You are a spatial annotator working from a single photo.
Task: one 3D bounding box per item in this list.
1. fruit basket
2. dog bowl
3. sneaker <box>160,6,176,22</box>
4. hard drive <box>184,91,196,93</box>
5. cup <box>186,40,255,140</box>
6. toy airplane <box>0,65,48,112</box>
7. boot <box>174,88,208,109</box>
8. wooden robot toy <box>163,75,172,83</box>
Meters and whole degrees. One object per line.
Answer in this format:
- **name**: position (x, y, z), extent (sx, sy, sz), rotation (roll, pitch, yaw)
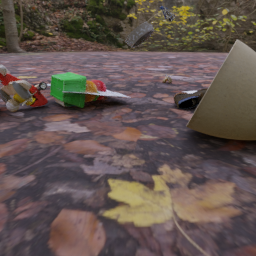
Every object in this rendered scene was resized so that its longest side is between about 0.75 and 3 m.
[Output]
- **fruit basket**: position (-1.703, -1.481, 11.674), extent (2.774, 1.300, 2.569), rotation (6, 12, -37)
- **dog bowl**: position (0.519, -3.884, 11.759), extent (1.357, 0.398, 1.357), rotation (-36, 1, 1)
- **sneaker**: position (1.674, -4.918, 12.098), extent (0.858, 0.378, 0.323), rotation (22, 18, -30)
- **hard drive**: position (3.543, -1.451, 12.521), extent (2.016, 0.269, 1.330), rotation (-6, 19, -16)
- **cup**: position (3.023, -0.709, 7.469), extent (1.874, 2.620, 2.620), rotation (31, 26, 9)
- **toy airplane**: position (-4.208, -1.352, 10.359), extent (2.065, 1.464, 2.074), rotation (14, -13, 4)
- **boot**: position (2.735, -1.051, 10.933), extent (1.861, 0.695, 0.902), rotation (-5, 29, 10)
- **wooden robot toy**: position (2.289, -2.788, 16.549), extent (0.493, 0.478, 1.085), rotation (-36, 21, 4)
